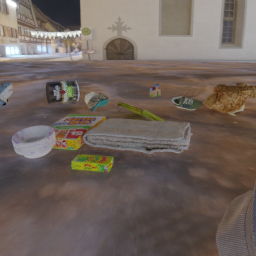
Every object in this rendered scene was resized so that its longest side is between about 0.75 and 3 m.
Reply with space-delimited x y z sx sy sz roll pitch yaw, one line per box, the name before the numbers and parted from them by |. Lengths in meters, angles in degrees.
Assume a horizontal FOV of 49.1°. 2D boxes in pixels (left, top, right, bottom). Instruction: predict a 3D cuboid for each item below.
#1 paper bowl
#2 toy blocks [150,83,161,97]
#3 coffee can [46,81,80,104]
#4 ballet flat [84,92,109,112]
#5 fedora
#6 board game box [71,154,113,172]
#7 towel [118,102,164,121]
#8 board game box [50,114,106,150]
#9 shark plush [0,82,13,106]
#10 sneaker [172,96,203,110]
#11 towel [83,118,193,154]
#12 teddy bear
paper bowl | -2.195 0.352 6.642 0.971 0.505 0.971 -5 26 3
toy blocks | 1.395 -1.942 14.296 0.444 0.607 0.888 13 22 37
coffee can | -2.949 -1.625 12.616 1.300 0.951 0.951 -8 18 -25
ballet flat | -1.220 -1.015 10.263 0.674 0.607 1.790 39 17 0
fedora | 1.572 1.159 3.018 1.781 1.575 0.804 -13 -8 -35
board game box | -0.754 0.747 6.014 0.806 0.192 0.410 3 17 11
towel | 0.400 -0.530 9.709 0.921 0.193 2.139 26 1 -28
board game box | -1.572 0.015 8.254 1.258 0.395 2.634 4 15 13
shark plush | -6.228 -1.519 12.298 2.244 0.935 1.019 -1 17 -4
sneaker | 2.286 -1.010 11.085 1.250 0.419 0.561 8 -18 46
towel | 0.351 0.167 7.561 2.664 0.459 1.766 5 16 16
teddy bear | 4.122 -1.190 11.093 2.172 1.000 2.996 -7 14 2
